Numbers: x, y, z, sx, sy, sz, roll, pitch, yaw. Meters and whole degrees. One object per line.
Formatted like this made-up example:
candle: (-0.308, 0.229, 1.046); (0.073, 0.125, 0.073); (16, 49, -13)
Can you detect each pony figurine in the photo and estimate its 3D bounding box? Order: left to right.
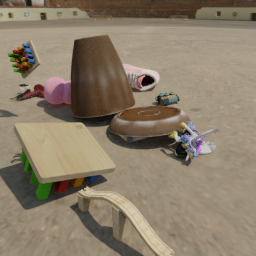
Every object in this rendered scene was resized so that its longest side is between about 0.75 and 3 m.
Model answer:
pony figurine: (2.002, 0.359, 8.414); (1.247, 1.075, 1.291); (-23, 46, -9)

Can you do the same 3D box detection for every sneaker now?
sneaker: (0.177, -2.657, 14.680); (2.991, 1.126, 1.564); (6, 20, 3)
sneaker: (1.753, 0.435, 8.752); (0.486, 0.562, 1.284); (7, 26, 15)

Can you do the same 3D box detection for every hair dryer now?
hair dryer: (-4.554, -1.620, 13.493); (1.874, 0.509, 1.427); (-1, 43, 6)

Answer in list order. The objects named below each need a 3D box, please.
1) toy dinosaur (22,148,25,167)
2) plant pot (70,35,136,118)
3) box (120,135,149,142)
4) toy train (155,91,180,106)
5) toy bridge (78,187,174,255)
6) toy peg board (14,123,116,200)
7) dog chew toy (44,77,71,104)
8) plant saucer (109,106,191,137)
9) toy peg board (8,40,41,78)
toy dinosaur: (-2.586, 0.533, 8.103); (0.961, 0.609, 1.419); (-9, 65, -24)
plant pot: (-1.200, -2.124, 11.042); (2.627, 2.811, 2.627); (-9, 17, 3)
box: (0.126, 0.062, 9.876); (0.939, 0.287, 1.186); (-13, 28, -26)
toy train: (1.808, -1.317, 12.687); (1.146, 0.489, 0.653); (-11, 40, -27)
toy bridge: (-0.127, 1.794, 5.499); (0.351, 0.867, 2.580); (-21, 32, -39)
toy peg board: (-1.760, 0.827, 7.333); (2.006, 0.985, 2.014); (-1, 37, -41)
dog chew toy: (-2.719, -1.595, 12.525); (1.937, 1.206, 1.206); (7, 24, -8)
plant saucer: (0.748, -0.343, 9.990); (2.939, 0.471, 2.939); (-5, 15, 1)
toy peg board: (-3.913, -2.576, 10.400); (1.043, 1.047, 0.512); (-31, -13, 28)
